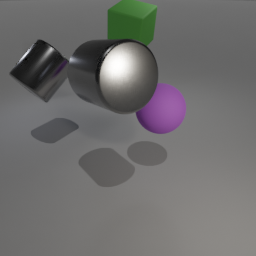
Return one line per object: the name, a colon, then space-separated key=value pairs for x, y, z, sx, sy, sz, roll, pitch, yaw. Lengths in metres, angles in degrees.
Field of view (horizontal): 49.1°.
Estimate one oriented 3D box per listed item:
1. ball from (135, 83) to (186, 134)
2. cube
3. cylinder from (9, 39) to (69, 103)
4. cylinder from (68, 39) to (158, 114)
ball: x=0.900 y=-0.534 z=7.766 sx=1.400 sy=1.400 sz=1.400 roll=0 pitch=28 yaw=0
cube: x=0.149 y=-3.908 z=10.699 sx=1.400 sy=1.400 sz=1.400 roll=22 pitch=48 yaw=17
cylinder: x=-2.653 y=-1.741 z=8.678 sx=1.400 sy=1.400 sz=1.400 roll=29 pitch=79 yaw=42
cylinder: x=-0.335 y=-1.091 z=5.756 sx=1.400 sy=1.400 sz=1.400 roll=-17 pitch=23 yaw=-29
